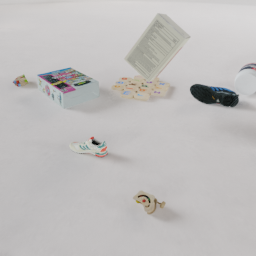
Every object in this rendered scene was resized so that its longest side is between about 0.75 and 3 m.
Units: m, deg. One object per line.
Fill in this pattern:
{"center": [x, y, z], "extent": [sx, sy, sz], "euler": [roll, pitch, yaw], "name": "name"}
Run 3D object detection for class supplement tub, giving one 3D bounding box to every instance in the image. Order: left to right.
{"center": [6.351, -2.569, 14.638], "extent": [1.312, 1.312, 1.869], "euler": [16, 34, 24], "name": "supplement tub"}

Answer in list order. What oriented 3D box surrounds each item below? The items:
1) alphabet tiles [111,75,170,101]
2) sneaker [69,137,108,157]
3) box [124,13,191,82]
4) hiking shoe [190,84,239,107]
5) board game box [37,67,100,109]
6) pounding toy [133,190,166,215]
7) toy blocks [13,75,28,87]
{"center": [0.709, -2.218, 15.124], "extent": [2.908, 0.217, 2.973], "euler": [10, 33, 15], "name": "alphabet tiles"}
{"center": [-1.426, 0.568, 10.090], "extent": [1.485, 0.694, 0.523], "euler": [11, 33, 16], "name": "sneaker"}
{"center": [1.184, -3.234, 11.345], "extent": [1.452, 2.271, 1.237], "euler": [44, 29, 4], "name": "box"}
{"center": [4.192, -1.629, 13.700], "extent": [2.348, 0.873, 1.018], "euler": [20, 29, 12], "name": "hiking shoe"}
{"center": [-3.100, -2.148, 14.376], "extent": [2.073, 0.903, 2.810], "euler": [-23, 38, -34], "name": "board game box"}
{"center": [0.596, 2.179, 7.909], "extent": [0.888, 0.510, 0.508], "euler": [14, 61, 38], "name": "pounding toy"}
{"center": [-6.019, -2.598, 15.568], "extent": [0.746, 0.546, 1.092], "euler": [-25, 37, -17], "name": "toy blocks"}
